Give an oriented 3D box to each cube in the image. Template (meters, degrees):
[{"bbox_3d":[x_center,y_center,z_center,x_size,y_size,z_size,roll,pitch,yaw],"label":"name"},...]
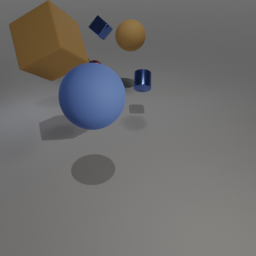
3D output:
[{"bbox_3d":[-1.282,-4.704,13.180,0.700,0.700,0.700,45,12,14],"label":"cube"},{"bbox_3d":[-2.164,-2.337,7.818,1.400,1.400,1.400,-21,-12,19],"label":"cube"}]

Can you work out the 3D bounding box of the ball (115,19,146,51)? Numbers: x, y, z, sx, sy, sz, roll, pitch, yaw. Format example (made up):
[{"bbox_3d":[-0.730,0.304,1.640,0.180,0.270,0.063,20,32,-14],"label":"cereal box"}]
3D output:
[{"bbox_3d":[0.115,-4.256,12.912,1.400,1.400,1.400,0,30,0],"label":"ball"}]

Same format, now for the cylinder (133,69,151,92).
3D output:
[{"bbox_3d":[0.578,-1.876,11.142,0.700,0.700,0.700,2,73,3],"label":"cylinder"}]

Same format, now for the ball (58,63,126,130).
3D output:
[{"bbox_3d":[-0.750,-0.661,5.919,1.400,1.400,1.400,0,30,0],"label":"ball"}]

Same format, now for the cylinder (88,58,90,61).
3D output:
[{"bbox_3d":[-2.163,-2.851,12.428,0.700,0.700,0.700,19,38,29],"label":"cylinder"}]

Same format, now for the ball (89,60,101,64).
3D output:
[{"bbox_3d":[-1.275,-2.208,10.587,0.700,0.700,0.700,0,30,0],"label":"ball"}]
